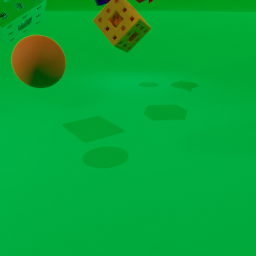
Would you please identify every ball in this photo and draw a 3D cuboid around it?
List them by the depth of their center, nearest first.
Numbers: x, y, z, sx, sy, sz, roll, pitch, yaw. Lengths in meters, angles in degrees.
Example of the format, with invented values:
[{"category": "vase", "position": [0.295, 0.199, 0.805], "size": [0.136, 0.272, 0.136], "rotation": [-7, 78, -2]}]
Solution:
[{"category": "ball", "position": [-1.672, -1.243, 5.290], "size": [0.976, 0.976, 0.976], "rotation": [0, 25, 0]}]

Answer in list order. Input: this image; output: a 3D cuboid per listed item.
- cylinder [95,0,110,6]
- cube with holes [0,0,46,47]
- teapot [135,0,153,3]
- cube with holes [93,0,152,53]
[{"category": "cylinder", "position": [-0.928, -4.909, 10.030], "size": [0.763, 0.763, 0.763], "rotation": [-17, 36, 13]}, {"category": "cube with holes", "position": [-2.658, -2.748, 6.195], "size": [1.126, 1.126, 1.126], "rotation": [-42, 10, -17]}, {"category": "teapot", "position": [0.624, -4.848, 9.883], "size": [1.087, 0.856, 1.748], "rotation": [-28, 17, 9]}, {"category": "cube with holes", "position": [-0.140, -2.811, 7.616], "size": [0.955, 0.955, 0.955], "rotation": [52, 20, 11]}]
